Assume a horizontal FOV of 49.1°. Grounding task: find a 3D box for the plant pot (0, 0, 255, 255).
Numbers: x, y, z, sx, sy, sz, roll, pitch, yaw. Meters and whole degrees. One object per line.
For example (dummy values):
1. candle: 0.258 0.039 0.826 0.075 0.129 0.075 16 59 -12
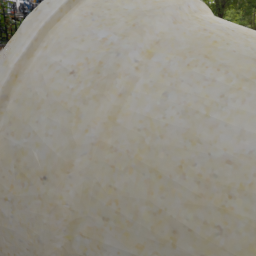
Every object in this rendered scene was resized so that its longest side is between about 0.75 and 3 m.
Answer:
1. plant pot: 0.948 0.588 2.114 2.702 2.952 2.952 23 27 25
